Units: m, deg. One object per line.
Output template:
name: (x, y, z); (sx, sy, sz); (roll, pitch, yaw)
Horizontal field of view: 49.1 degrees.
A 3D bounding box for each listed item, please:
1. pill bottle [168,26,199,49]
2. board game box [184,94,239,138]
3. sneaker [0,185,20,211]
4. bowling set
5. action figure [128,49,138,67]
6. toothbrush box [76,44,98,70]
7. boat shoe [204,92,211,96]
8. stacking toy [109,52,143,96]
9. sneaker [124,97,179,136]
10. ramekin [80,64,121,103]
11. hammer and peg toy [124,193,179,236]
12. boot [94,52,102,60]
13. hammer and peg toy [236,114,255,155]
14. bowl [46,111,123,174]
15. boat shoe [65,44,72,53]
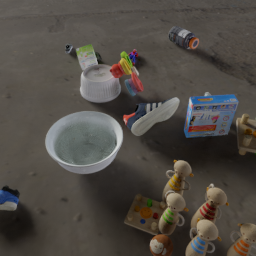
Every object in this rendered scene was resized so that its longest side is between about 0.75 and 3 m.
pill bottle: (3.067, -4.889, 15.300); (0.875, 0.875, 1.647); (-29, 51, -27)
board game box: (2.922, -0.404, 10.033); (1.604, 1.570, 0.448); (-3, 43, -4)
sneaker: (-3.812, 2.020, 8.258); (1.196, 0.459, 0.666); (5, 49, -1)
bowling set: (1.591, 2.334, 6.810); (2.953, 1.585, 2.055); (35, 37, 31)
action figure: (0.247, -3.655, 14.386); (0.494, 0.390, 1.510); (5, 41, 9)
toothbrush box: (-2.032, -3.514, 13.866); (0.829, 0.490, 1.138); (-18, 57, 0)
boat shoe: (3.140, -1.074, 11.037); (0.255, 0.294, 0.797); (7, 63, -24)
stacking toy: (-0.102, -2.303, 12.022); (0.753, 1.782, 1.614); (-26, 39, 16)
sneaker: (0.890, -0.698, 10.821); (2.450, 0.918, 1.035); (-29, 54, -28)
ramekin: (-1.221, -2.007, 12.195); (1.789, 0.939, 1.789); (0, 43, 0)
hammer and peg toy: (0.691, 2.471, 7.774); (1.378, 0.486, 1.013); (16, 46, 17)
boot: (-1.920, -3.634, 14.405); (0.741, 0.393, 1.125); (-36, 48, -22)
hammer and peg toy: (5.025, 0.346, 9.804); (2.321, 0.819, 1.707); (9, 43, 10)
bowl: (-1.382, 0.637, 9.262); (2.477, 1.113, 2.477); (0, 44, 0)
boat shoe: (-3.247, -4.410, 15.202); (0.330, 0.305, 0.894); (4, 44, 5)
